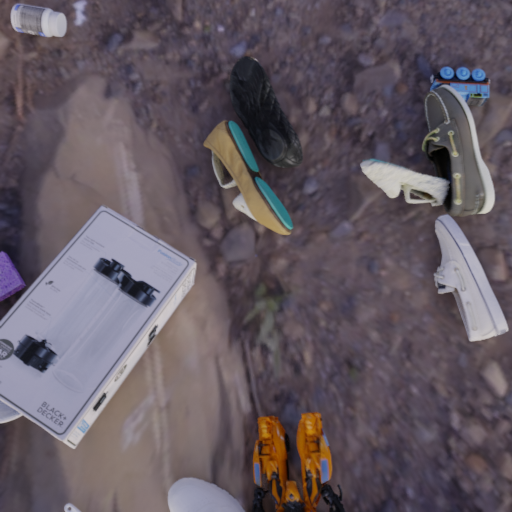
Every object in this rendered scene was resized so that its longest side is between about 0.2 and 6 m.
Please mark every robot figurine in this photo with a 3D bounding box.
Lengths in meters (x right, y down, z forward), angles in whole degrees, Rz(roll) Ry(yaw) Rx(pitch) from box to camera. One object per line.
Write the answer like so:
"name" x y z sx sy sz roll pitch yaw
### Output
"robot figurine" 0.518 3.185 7.837 1.349 0.542 1.860 -10 68 16

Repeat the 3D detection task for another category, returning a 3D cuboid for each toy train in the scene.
"toy train" 3.698 -3.059 10.161 1.057 0.458 0.604 4 77 1

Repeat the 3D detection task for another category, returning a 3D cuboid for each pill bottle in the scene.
"pill bottle" -4.100 -4.437 10.596 0.891 0.507 0.507 12 71 5

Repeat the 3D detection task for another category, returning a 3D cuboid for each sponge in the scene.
"sponge" -4.459 0.534 9.044 1.250 0.186 0.698 -33 74 -10

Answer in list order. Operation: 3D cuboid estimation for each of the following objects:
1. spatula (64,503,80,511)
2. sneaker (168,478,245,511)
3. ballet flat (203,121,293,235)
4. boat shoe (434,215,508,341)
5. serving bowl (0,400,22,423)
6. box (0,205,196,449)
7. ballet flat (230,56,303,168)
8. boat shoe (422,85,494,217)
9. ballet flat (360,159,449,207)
"spatula" -2.232 4.380 7.764 1.809 0.145 1.258 34 80 12
"sneaker" -0.374 3.914 7.496 0.861 0.908 2.255 -44 73 -10
"ballet flat" -0.175 -1.199 9.467 0.741 0.807 2.350 -34 69 18
"boat shoe" 3.183 0.357 8.856 0.717 0.728 2.053 -23 77 11
"serving bowl" -3.859 1.757 8.344 1.526 0.502 1.526 9 63 -19
"box" -2.440 0.965 8.226 1.801 0.928 3.088 30 65 7
"ballet flat" 0.124 -2.545 9.993 0.802 0.685 2.412 -32 66 27
"boat shoe" 3.275 -1.802 9.498 0.715 0.855 2.393 -11 75 -9
"ballet flat" 2.456 -1.163 9.192 1.622 0.582 0.582 11 70 -16
